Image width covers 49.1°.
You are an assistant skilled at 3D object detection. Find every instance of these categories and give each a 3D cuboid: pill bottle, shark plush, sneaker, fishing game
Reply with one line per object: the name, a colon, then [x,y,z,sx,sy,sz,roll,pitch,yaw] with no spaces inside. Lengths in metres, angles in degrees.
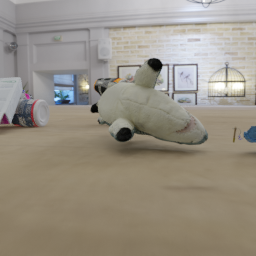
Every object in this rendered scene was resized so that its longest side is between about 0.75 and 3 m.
pill bottle: [-3.202,-0.463,8.556,1.378,0.824,0.824,2,6,13]
shark plush: [0.023,-0.134,5.239,1.242,1.354,2.981,27,-19,-29]
sneaker: [-0.259,-0.991,9.361,1.006,1.019,2.605,16,-15,21]
fishing game: [2.066,0.035,4.107,1.023,0.159,0.733,-9,-28,19]

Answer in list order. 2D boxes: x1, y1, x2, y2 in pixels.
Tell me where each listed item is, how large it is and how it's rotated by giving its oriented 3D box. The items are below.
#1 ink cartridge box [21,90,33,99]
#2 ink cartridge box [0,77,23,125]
ink cartridge box: [-3.394,-0.833,9.649,0.222,1.198,0.567,-27,-2,5]
ink cartridge box: [-4.363,-0.527,7.431,2.585,0.570,2.633,-3,36,-6]
